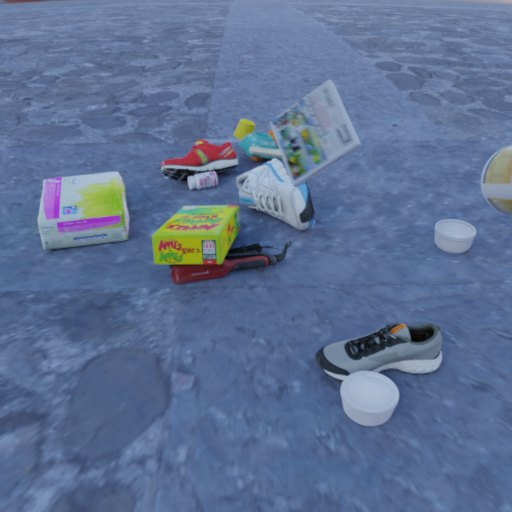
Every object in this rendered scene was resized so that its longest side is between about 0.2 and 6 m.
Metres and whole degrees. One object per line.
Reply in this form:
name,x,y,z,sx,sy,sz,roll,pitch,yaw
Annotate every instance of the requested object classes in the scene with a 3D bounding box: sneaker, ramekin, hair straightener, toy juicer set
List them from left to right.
sneaker,-1.525,-2.535,14.541,2.202,0.935,0.848,-14,-4,-33
hair straightener,-0.515,-0.048,11.093,2.473,0.506,0.952,-13,33,-10
toy juicer set,0.386,-2.955,15.735,1.796,0.768,2.823,12,26,-16
sneaker,0.341,-1.282,12.762,1.325,1.146,3.057,-16,26,-13
ramekin,1.591,2.040,7.926,0.811,0.378,0.811,-1,32,0
sneaker,1.881,1.392,8.579,2.020,0.801,0.746,-7,34,-8
ramekin,4.149,-0.394,11.773,0.819,0.430,0.819,0,32,0

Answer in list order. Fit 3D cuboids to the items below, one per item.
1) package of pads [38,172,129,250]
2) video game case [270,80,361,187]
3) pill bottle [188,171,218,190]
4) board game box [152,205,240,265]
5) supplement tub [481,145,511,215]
package of pads,-3.804,-1.087,12.516,1.831,0.808,2.370,-8,33,-13
video game case,0.831,-1.790,8.192,0.137,1.131,1.241,22,44,-52
pill bottle,-1.359,-1.902,14.214,0.696,0.394,0.394,-13,34,-18
board game box,-1.106,-0.468,11.119,1.241,0.581,2.442,0,17,7
supplement tub,3.166,-0.852,6.295,0.859,0.859,1.187,-1,8,-2
